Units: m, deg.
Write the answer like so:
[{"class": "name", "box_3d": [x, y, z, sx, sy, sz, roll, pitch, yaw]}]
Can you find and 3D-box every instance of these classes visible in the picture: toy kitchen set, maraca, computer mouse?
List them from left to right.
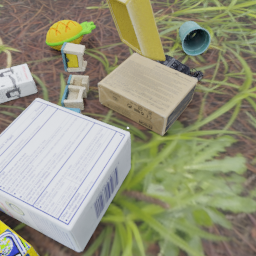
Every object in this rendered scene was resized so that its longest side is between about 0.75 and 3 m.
[{"class": "toy kitchen set", "box_3d": [-2.019, -1.305, 8.585, 1.252, 1.703, 2.126, 3, 50, 2]}, {"class": "maraca", "box_3d": [-2.254, -3.700, 10.970, 2.022, 1.082, 1.386, -21, 43, -2]}, {"class": "computer mouse", "box_3d": [1.713, -1.992, 10.056, 1.734, 0.457, 1.201, 37, 56, 13]}]

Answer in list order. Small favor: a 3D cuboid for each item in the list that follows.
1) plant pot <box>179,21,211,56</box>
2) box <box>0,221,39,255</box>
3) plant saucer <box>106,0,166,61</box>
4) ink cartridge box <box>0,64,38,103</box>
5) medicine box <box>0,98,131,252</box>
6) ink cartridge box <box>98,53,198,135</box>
[{"class": "plant pot", "box_3d": [2.534, -3.620, 11.043, 1.108, 1.108, 1.086, -6, 43, -5]}, {"class": "box", "box_3d": [-3.203, 2.282, 6.036, 2.673, 0.936, 0.859, 26, 54, 20]}, {"class": "plant saucer", "box_3d": [0.069, -2.680, 7.007, 0.468, 1.930, 1.930, -31, 41, -7]}, {"class": "ink cartridge box", "box_3d": [-3.946, -1.512, 9.485, 1.437, 0.599, 1.043, -20, 53, -16]}, {"class": "medicine box", "box_3d": [-1.741, 0.981, 6.782, 2.870, 1.477, 2.614, 20, 53, 17]}, {"class": "ink cartridge box", "box_3d": [0.624, -1.170, 8.975, 2.479, 0.931, 2.042, 29, 55, 23]}]
